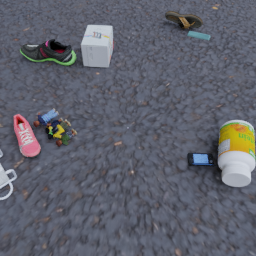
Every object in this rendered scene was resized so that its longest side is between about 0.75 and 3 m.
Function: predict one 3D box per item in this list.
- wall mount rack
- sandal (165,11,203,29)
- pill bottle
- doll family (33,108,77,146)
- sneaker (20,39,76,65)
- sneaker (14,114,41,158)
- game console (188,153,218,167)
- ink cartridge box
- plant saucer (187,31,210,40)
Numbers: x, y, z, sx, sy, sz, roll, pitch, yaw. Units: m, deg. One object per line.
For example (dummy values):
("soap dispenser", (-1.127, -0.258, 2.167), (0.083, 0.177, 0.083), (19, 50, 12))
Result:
("wall mount rack", (-4.703, 1.550, 9.033), (1.770, 0.759, 2.037), (-33, 57, -23))
("sandal", (2.882, -5.608, 14.727), (2.049, 0.837, 0.559), (20, 73, 10))
("pill bottle", (3.618, 0.845, 9.348), (1.147, 1.147, 2.066), (11, 52, 9))
("doll family", (-2.759, -0.016, 10.407), (0.999, 0.678, 1.728), (-39, 56, -22))
("sneaker", (-3.702, -3.672, 13.001), (2.653, 1.111, 1.018), (7, 52, 6))
("sneaker", (-3.729, 0.269, 10.019), (0.701, 0.825, 1.901), (-26, 56, -19))
("game console", (2.542, 1.070, 9.580), (0.872, 0.507, 0.767), (2, 51, 1))
("ink cartridge box", (-1.389, -3.797, 13.032), (1.212, 1.217, 1.676), (5, 51, 4))
("plant saucer", (3.692, -4.827, 14.588), (1.161, 0.110, 0.406), (18, 54, 13))
